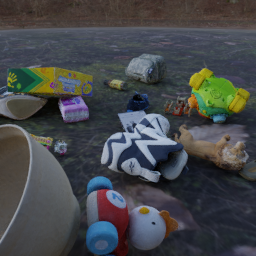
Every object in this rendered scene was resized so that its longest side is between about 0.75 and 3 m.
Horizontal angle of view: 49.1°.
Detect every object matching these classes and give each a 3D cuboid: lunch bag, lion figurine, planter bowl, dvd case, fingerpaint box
[{"bbox_3d":[0.996,-3.218,15.619,1.633,1.356,1.947,-36,40,-28],"label":"lunch bag"},{"bbox_3d":[2.152,0.564,7.905,2.372,0.860,1.453,6,20,27],"label":"lion figurine"},{"bbox_3d":[-1.816,1.402,4.466,2.469,1.662,2.469,-20,49,26],"label":"planter bowl"},{"bbox_3d":[0.295,-0.157,9.965,1.040,0.171,1.383,-7,35,-14],"label":"dvd case"},{"bbox_3d":[-3.134,-1.878,11.704,2.281,1.003,2.734,4,5,24],"label":"fingerpaint box"}]

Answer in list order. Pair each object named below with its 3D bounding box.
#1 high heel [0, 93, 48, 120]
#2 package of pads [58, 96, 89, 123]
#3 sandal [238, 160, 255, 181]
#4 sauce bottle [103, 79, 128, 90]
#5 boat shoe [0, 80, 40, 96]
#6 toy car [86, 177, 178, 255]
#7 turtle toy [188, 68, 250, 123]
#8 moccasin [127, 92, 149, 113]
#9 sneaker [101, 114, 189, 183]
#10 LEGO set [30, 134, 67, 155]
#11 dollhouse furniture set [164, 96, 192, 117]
[{"bbox_3d":[-4.842,-1.054,11.138,2.962,1.058,2.111,-16,30,-21],"label":"high heel"},{"bbox_3d":[-2.162,-0.759,11.022,0.954,0.599,1.583,-6,25,-19],"label":"package of pads"},{"bbox_3d":[3.747,0.905,7.536,1.843,0.498,0.740,-13,28,-27],"label":"sandal"},{"bbox_3d":[-0.678,-2.270,14.513,1.404,0.454,0.454,16,29,36],"label":"sauce bottle"},{"bbox_3d":[-4.846,-1.626,12.355,1.008,1.090,2.953,21,39,12],"label":"boat shoe"},{"bbox_3d":[0.101,1.632,4.840,1.535,1.358,1.415,-7,26,-5],"label":"toy car"},{"bbox_3d":[3.390,-1.174,10.845,2.124,1.473,2.915,34,32,14],"label":"turtle toy"},{"bbox_3d":[0.489,-1.110,11.637,0.764,0.647,1.898,6,21,14],"label":"moccasin"},{"bbox_3d":[0.891,0.602,7.560,1.925,1.180,2.957,26,23,25],"label":"sneaker"},{"bbox_3d":[-2.838,0.585,8.343,1.943,0.723,0.894,7,-9,25],"label":"LEGO set"},{"bbox_3d":[2.101,-0.807,11.433,1.055,0.544,1.044,10,38,21],"label":"dollhouse furniture set"}]
